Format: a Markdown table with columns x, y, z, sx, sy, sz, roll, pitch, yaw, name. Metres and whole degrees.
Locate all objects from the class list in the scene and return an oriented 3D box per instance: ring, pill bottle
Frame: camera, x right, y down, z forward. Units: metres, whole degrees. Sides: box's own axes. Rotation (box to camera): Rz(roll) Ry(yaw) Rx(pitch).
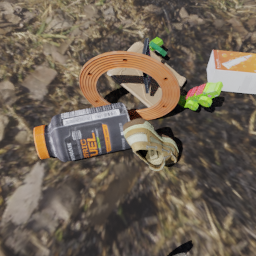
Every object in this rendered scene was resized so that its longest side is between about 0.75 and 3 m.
| x | y | z | sx | sy | sz | roll | pitch | yaw | name |
| --- | --- | --- | --- | --- | --- | --- | --- | --- | --- |
| 0.035 | -1.106 | 7.892 | 2.849 | 2.849 | 0.273 | 7 | 59 | 5 | ring |
| -1.255 | 0.168 | 7.889 | 2.589 | 1.375 | 1.375 | -12 | 56 | -8 | pill bottle |

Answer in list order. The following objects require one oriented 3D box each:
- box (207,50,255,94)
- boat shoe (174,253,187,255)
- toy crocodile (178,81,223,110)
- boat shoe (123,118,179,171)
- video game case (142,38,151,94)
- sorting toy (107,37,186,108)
| x | y | z | sx | sy | sz | roll | pitch | yaw | name |
| --- | --- | --- | --- | --- | --- | --- | --- | --- | --- |
| 3.745 | -1.913 | 9.588 | 1.840 | 0.897 | 1.145 | 6 | 49 | 3 | box |
| 0.781 | 3.216 | 5.970 | 1.355 | 0.492 | 0.425 | -36 | 83 | -7 | boat shoe |
| 2.081 | -0.972 | 8.181 | 0.582 | 1.883 | 0.636 | 32 | 77 | -11 | toy crocodile |
| 0.659 | 0.658 | 7.040 | 0.878 | 2.450 | 0.933 | -27 | 57 | 23 | boat shoe |
| 0.554 | -1.781 | 8.133 | 0.125 | 1.314 | 0.939 | 2 | 56 | 13 | video game case |
| 0.868 | -1.976 | 9.580 | 2.207 | 0.439 | 2.985 | 37 | 55 | -2 | sorting toy |
